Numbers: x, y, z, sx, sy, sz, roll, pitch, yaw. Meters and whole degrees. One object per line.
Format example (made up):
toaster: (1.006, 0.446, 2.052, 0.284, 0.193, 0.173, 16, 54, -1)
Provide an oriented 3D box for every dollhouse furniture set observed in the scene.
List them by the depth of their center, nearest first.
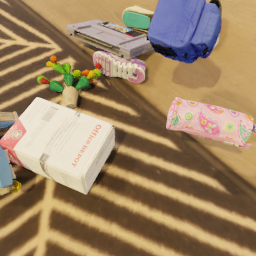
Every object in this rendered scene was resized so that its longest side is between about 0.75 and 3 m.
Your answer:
dollhouse furniture set: (-3.751, 0.905, 7.507, 2.096, 1.449, 2.220, -26, 81, 23)

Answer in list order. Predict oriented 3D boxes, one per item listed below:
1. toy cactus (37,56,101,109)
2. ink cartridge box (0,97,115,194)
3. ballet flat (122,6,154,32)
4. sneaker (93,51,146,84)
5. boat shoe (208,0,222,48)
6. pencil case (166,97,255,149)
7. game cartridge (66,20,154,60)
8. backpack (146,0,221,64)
toy cactus: (-1.864, -1.481, 9.091, 2.119, 1.083, 1.748, -4, 63, -13)
ink cartridge box: (-1.793, 0.421, 7.548, 2.457, 1.042, 1.789, 19, 56, 15)
ballet flat: (1.131, -4.129, 11.011, 2.910, 1.011, 1.011, 30, 59, 21)
sneaker: (-0.231, -2.226, 9.720, 1.974, 0.794, 0.873, 21, 50, 10)
boat shoe: (3.247, -4.174, 11.090, 0.905, 0.747, 2.638, 11, 55, 8)
pencil case: (1.740, -0.101, 5.977, 1.792, 0.784, 0.784, 16, 55, 2)
game cartridge: (-0.598, -3.347, 10.242, 2.831, 0.543, 1.835, 28, 42, 23)
backpack: (1.462, -2.405, 7.106, 1.608, 1.916, 1.557, 27, 95, 15)
